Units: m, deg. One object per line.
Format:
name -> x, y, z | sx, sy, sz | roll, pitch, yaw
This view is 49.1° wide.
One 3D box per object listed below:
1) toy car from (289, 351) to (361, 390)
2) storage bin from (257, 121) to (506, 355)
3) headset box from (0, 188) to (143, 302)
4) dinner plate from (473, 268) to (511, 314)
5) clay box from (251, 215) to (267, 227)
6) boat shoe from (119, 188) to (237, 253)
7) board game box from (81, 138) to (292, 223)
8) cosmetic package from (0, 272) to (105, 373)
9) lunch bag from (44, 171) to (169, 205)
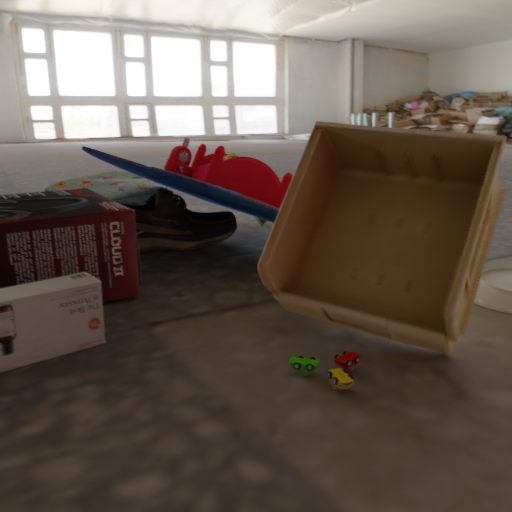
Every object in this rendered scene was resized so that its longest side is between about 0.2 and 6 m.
toy car -> 0.713, 1.205, 5.949 | 0.731, 0.173, 0.777 | 4, 15, 16
storage bin -> 1.569, -0.296, 6.984 | 2.395, 2.378, 1.122 | 13, -19, 30
headset box -> -3.599, -0.117, 8.499 | 3.648, 1.409, 2.714 | -10, 18, -28
dinner plate -> 4.105, 0.490, 8.538 | 2.100, 0.255, 2.100 | 1, 16, 0
clay box -> -0.122, -1.314, 13.675 | 0.380, 0.917, 1.596 | -37, 23, -1
boat shoe -> -1.823, -0.746, 11.306 | 3.160, 1.158, 1.177 | -8, 17, -28
board game box -> -0.571, -1.568, 10.746 | 5.368, 1.045, 4.241 | 19, 1, 29
cosmetic package -> -2.720, 0.802, 6.211 | 2.018, 0.833, 0.511 | -13, 22, -38
lunch bag -> -3.411, -1.179, 12.966 | 2.095, 1.007, 2.613 | 25, 32, 38
